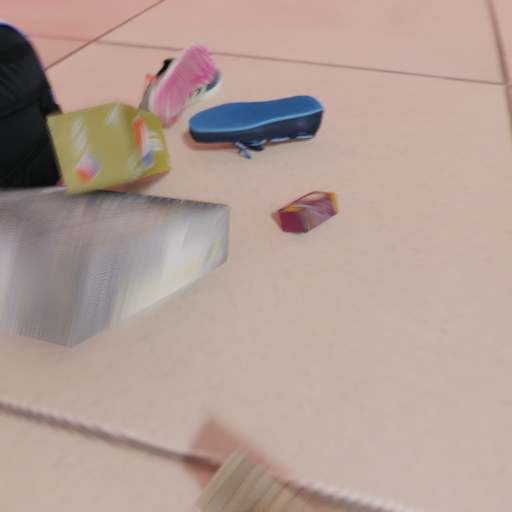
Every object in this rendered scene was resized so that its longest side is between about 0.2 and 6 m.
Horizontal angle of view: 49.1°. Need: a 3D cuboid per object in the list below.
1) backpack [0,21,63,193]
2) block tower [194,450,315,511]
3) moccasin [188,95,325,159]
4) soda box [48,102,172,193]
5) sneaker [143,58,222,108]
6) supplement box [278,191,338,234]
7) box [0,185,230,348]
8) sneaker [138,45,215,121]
[{"bbox_3d":[-4.633,-1.829,8.282,2.570,3.200,3.497,4,37,14],"label":"backpack"},{"bbox_3d":[0.545,2.578,4.712,2.220,0.642,0.600,30,67,24],"label":"block tower"},{"bbox_3d":[0.051,-2.384,10.823,2.676,0.912,1.077,-7,47,-8],"label":"moccasin"},{"bbox_3d":[-2.092,-1.668,8.650,0.975,1.032,3.046,-12,11,2],"label":"soda box"},{"bbox_3d":[-1.610,-4.058,12.724,0.905,1.020,2.414,23,44,23],"label":"sneaker"},{"bbox_3d":[0.847,-0.715,9.023,0.886,0.379,0.489,-31,27,-35],"label":"supplement box"},{"bbox_3d":[-2.294,-0.155,6.796,2.860,0.873,3.612,9,15,17],"label":"box"},{"bbox_3d":[-1.699,-3.552,11.633,1.003,0.846,2.293,-10,41,44],"label":"sneaker"}]
